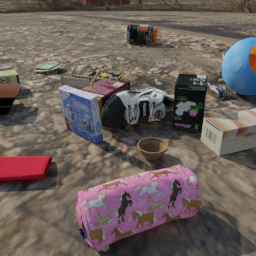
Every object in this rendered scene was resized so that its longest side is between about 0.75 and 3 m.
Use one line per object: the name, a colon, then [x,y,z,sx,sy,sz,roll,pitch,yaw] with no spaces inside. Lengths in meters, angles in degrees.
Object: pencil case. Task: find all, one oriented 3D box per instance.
pencil case: [0.242,1.390,5.145,2.343,1.014,0.970,-12,23,-22]

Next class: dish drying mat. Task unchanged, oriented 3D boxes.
dish drying mat: [-3.225,1.001,6.732,2.602,0.237,0.999,-3,25,-3]

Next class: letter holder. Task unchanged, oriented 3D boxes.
letter holder: [-4.400,-1.050,10.117,1.032,0.730,1.452,-5,28,-13]

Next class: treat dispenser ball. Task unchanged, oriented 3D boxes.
treat dispenser ball: [4.899,-2.425,11.141,2.241,2.241,2.241,0,28,0]

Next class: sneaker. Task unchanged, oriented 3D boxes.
sneaker: [0.479,-0.655,8.945,1.295,1.084,2.927,23,35,39]
sneaker: [3.611,-1.576,11.459,0.583,0.377,1.074,-11,36,-10]

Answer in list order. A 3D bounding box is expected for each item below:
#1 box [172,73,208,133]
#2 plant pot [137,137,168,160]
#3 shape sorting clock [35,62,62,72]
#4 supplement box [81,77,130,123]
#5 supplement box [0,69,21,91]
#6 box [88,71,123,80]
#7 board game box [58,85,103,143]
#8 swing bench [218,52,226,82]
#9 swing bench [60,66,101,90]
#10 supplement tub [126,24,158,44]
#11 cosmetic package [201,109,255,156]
box: [1.933,-0.798,8.751,0.945,1.520,1.129,7,28,13]
plant pot: [0.642,0.591,7.359,0.788,0.364,0.788,-1,28,0]
shape sorting clock: [-4.139,-3.125,14.533,1.393,0.273,1.393,-4,30,2]
supplement box: [-0.887,-1.037,9.889,1.139,0.884,2.064,14,31,25]
supplement box: [-5.197,-1.976,11.872,1.055,0.708,1.054,-13,30,-24]
box: [-1.066,-2.239,12.781,1.431,0.353,1.143,8,30,15]
board game box: [-1.371,-0.411,8.134,1.412,1.405,0.306,22,40,37]
swing bench: [5.173,-2.825,13.115,1.669,1.083,1.660,7,27,15]
swing bench: [-1.922,-1.968,11.782,1.289,0.841,1.296,10,35,18]
supplement tub: [1.026,-6.887,20.583,2.173,1.331,1.331,8,29,12]
cosmetic package: [3.089,0.078,7.878,1.802,0.786,0.932,-10,29,-19]
